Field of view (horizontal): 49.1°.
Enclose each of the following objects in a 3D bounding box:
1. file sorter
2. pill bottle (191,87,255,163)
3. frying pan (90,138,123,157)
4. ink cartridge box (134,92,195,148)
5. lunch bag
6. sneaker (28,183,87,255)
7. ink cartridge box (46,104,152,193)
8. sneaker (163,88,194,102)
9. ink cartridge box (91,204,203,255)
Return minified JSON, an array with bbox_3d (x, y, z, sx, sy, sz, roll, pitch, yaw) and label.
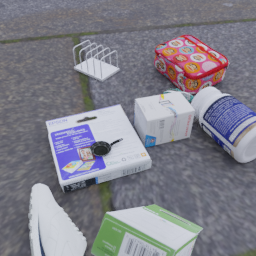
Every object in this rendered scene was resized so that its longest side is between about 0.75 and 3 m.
[{"bbox_3d":[-1.293,-2.748,11.275,1.570,0.977,1.089,28,49,27],"label":"file sorter"},{"bbox_3d":[2.922,-0.185,8.176,1.317,1.317,2.277,-19,46,-20],"label":"pill bottle"},{"bbox_3d":[-0.614,0.465,7.543,0.556,0.149,0.918,27,46,24],"label":"frying pan"},{"bbox_3d":[1.054,-0.284,8.442,1.488,1.096,1.077,-11,43,-13],"label":"ink cartridge box"},{"bbox_3d":[2.524,-2.587,10.936,2.287,1.064,2.597,-26,52,-20],"label":"lunch bag"},{"bbox_3d":[-1.476,2.299,5.831,1.076,1.021,2.674,-7,47,-22],"label":"sneaker"},{"bbox_3d":[-0.927,0.456,8.029,2.446,0.536,2.469,-14,46,-15],"label":"ink cartridge box"},{"bbox_3d":[1.834,-1.235,10.040,1.078,0.418,0.492,14,40,13],"label":"sneaker"},{"bbox_3d":[0.507,2.010,5.094,1.219,2.349,0.696,19,87,26],"label":"ink cartridge box"}]
